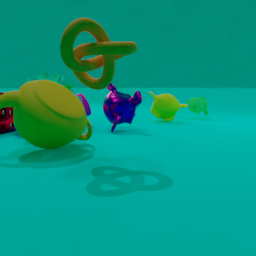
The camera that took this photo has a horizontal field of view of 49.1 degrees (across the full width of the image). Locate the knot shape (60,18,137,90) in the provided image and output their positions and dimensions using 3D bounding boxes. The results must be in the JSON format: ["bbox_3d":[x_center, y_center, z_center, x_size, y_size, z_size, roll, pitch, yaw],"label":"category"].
[{"bbox_3d":[-0.480,-0.979,4.019,1.095,0.506,1.024,3,-34,-26],"label":"knot shape"}]

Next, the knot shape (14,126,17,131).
[{"bbox_3d":[-1.910,-0.389,7.046,1.585,0.783,1.694,-1,20,3],"label":"knot shape"}]

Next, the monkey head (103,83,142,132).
[{"bbox_3d":[-0.160,-0.582,6.974,0.842,1.397,1.005,4,-26,-25],"label":"monkey head"}]

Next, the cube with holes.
[{"bbox_3d":[-3.422,-0.364,6.751,0.976,0.976,0.976,3,9,21],"label":"cube with holes"}]

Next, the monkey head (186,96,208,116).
[{"bbox_3d":[2.421,-0.703,9.670,0.638,0.762,1.059,-23,28,3],"label":"monkey head"}]

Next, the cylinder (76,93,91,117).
[{"bbox_3d":[-1.521,-0.542,7.996,0.703,0.703,0.703,-28,20,-22],"label":"cylinder"}]

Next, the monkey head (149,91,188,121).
[{"bbox_3d":[1.152,-0.714,8.851,1.347,0.812,0.969,18,16,-13],"label":"monkey head"}]

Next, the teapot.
[{"bbox_3d":[-1.445,-0.182,4.804,2.048,1.003,1.273,22,30,-38],"label":"teapot"}]

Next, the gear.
[{"bbox_3d":[-1.629,-0.471,5.814,1.331,1.331,0.246,1,10,9],"label":"gear"}]
